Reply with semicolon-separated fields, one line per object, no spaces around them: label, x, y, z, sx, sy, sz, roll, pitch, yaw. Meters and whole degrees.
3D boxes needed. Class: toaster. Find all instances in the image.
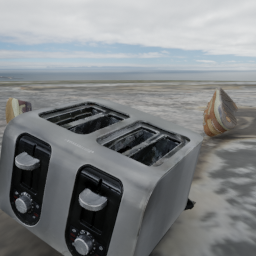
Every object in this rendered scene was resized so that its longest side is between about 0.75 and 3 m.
toaster;-0.156;0.402;2.604;1.400;0.919;1.548;23;24;26

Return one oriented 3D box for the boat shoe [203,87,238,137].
boat shoe;2.226;-0.422;7.020;0.737;0.777;2.053;-40;4;31

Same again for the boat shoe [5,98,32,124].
boat shoe;-1.400;0.107;3.817;0.377;1.165;0.419;-3;-28;-34
